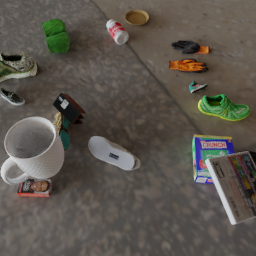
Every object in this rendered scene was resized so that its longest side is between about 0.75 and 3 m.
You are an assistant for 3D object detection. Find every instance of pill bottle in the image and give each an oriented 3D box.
[{"bbox_3d":[-0.553,-4.819,13.945,0.717,0.717,1.277,-25,61,-15],"label":"pill bottle"}]

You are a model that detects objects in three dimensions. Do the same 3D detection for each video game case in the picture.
[{"bbox_3d":[3.700,1.870,9.195,1.929,0.243,2.117,-6,64,-27],"label":"video game case"}]

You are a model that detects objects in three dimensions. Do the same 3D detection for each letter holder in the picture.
[{"bbox_3d":[-2.170,-0.736,10.933,1.193,0.848,0.600,44,107,17],"label":"letter holder"}]

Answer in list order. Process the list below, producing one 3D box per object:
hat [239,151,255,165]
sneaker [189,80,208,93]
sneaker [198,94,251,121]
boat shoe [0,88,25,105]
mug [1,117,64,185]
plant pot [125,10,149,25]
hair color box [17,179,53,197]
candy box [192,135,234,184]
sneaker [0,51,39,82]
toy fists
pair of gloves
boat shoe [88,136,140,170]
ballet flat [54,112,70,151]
[{"bbox_3d":[4.586,1.278,10.160,1.327,0.535,1.327,0,58,0],"label":"hat"},{"bbox_3d":[3.044,-1.887,12.304,0.852,0.356,0.514,-22,70,-12],"label":"sneaker"},{"bbox_3d":[3.929,-0.852,11.314,2.081,0.870,0.771,8,57,5],"label":"sneaker"},{"bbox_3d":[-4.960,-1.339,11.885,1.221,0.433,0.440,22,60,13],"label":"boat shoe"},{"bbox_3d":[-3.213,1.014,9.444,1.640,1.947,2.221,37,64,25],"label":"mug"},{"bbox_3d":[0.469,-5.864,14.941,1.261,0.173,1.261,0,57,1],"label":"plant pot"},{"bbox_3d":[-3.227,2.083,9.756,1.083,0.332,0.550,1,56,0],"label":"hair color box"},{"bbox_3d":[3.108,1.125,10.177,1.425,0.649,1.685,3,57,3],"label":"candy box"},{"bbox_3d":[-5.577,-2.820,12.298,2.992,1.326,1.150,-13,58,-8],"label":"sneaker"},{"bbox_3d":[-3.468,-4.518,13.768,1.099,0.741,2.155,-19,60,-3],"label":"toy fists"},{"bbox_3d":[2.920,-3.426,13.333,1.877,0.260,2.106,9,57,6],"label":"pair of gloves"},{"bbox_3d":[-0.487,0.931,10.269,2.187,0.764,0.776,21,90,31],"label":"boat shoe"},{"bbox_3d":[-2.635,0.160,10.932,0.594,0.641,1.819,-20,53,20],"label":"ballet flat"}]
